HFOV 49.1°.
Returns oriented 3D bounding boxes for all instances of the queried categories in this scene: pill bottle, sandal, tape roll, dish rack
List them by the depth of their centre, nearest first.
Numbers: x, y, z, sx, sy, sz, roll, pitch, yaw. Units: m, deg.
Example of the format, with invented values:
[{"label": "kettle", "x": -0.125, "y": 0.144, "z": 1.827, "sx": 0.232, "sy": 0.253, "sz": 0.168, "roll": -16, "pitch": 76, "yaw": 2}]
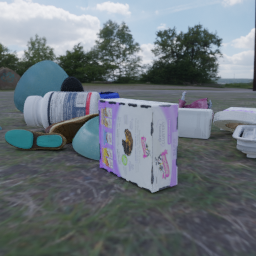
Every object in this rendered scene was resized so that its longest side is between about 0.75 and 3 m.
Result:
[{"label": "dish rack", "x": 4.347, "y": 0.412, "z": 7.489, "sx": 2.822, "sy": 0.614, "sz": 2.422, "roll": 5, "pitch": 12, "yaw": 25}, {"label": "tape roll", "x": 3.895, "y": -0.174, "z": 9.659, "sx": 1.843, "sy": 0.337, "sz": 1.843, "roll": 11, "pitch": -10, "yaw": 2}, {"label": "pill bottle", "x": -2.385, "y": -0.591, "z": 10.478, "sx": 2.602, "sy": 1.556, "sz": 1.556, "roll": 1, "pitch": 10, "yaw": 4}, {"label": "sandal", "x": -2.170, "y": -1.146, "z": 11.625, "sx": 0.931, "sy": 2.476, "sz": 0.593, "roll": -23, "pitch": 47, "yaw": -8}]

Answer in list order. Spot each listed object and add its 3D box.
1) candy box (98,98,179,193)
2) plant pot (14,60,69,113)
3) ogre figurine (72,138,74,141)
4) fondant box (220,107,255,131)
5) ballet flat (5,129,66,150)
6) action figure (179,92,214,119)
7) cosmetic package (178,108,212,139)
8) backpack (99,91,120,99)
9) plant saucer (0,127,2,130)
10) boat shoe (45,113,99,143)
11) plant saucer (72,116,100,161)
[{"label": "candy box", "x": 0.139, "y": 0.232, "z": 5.699, "sx": 0.669, "sy": 1.568, "sz": 1.869, "roll": -7, "pitch": 12, "yaw": -35}, {"label": "plant pot", "x": -3.582, "y": -1.459, "z": 13.281, "sx": 1.936, "sy": 2.875, "sz": 2.875, "roll": 35, "pitch": 21, "yaw": 16}, {"label": "ogre figurine", "x": -1.079, "y": 0.236, "z": 8.806, "sx": 1.165, "sy": 0.572, "sz": 0.699, "roll": 11, "pitch": -17, "yaw": -37}, {"label": "fondant box", "x": 5.253, "y": -0.306, "z": 11.048, "sx": 2.719, "sy": 0.792, "sz": 1.962, "roll": 5, "pitch": 11, "yaw": 30}, {"label": "ballet flat", "x": -2.623, "y": 0.366, "z": 8.131, "sx": 1.769, "sy": 0.600, "sz": 0.640, "roll": 1, "pitch": -10, "yaw": 5}, {"label": "action figure", "x": 3.083, "y": -0.819, "z": 14.228, "sx": 2.253, "sy": 1.509, "sz": 1.678, "roll": -10, "pitch": 51, "yaw": 9}, {"label": "cosmetic package", "x": 1.987, "y": -0.196, "z": 9.873, "sx": 1.774, "sy": 1.001, "sz": 0.720, "roll": 7, "pitch": 10, "yaw": 24}, {"label": "backpack", "x": -1.311, "y": -1.059, "z": 13.516, "sx": 1.479, "sy": 1.432, "sz": 1.763, "roll": -9, "pitch": 14, "yaw": -32}, {"label": "plant saucer", "x": -5.809, "y": 0.005, "z": 10.966, "sx": 1.586, "sy": 0.217, "sz": 1.586, "roll": -1, "pitch": 11, "yaw": 0}, {"label": "boat shoe", "x": -1.583, "y": -0.032, "z": 9.420, "sx": 2.434, "sy": 0.878, "sz": 0.876, "roll": -15, "pitch": 19, "yaw": -36}, {"label": "plant saucer", "x": -0.139, "y": 0.081, "z": 8.084, "sx": 2.948, "sy": 0.530, "sz": 2.948, "roll": -2, "pitch": 21, "yaw": 1}]
